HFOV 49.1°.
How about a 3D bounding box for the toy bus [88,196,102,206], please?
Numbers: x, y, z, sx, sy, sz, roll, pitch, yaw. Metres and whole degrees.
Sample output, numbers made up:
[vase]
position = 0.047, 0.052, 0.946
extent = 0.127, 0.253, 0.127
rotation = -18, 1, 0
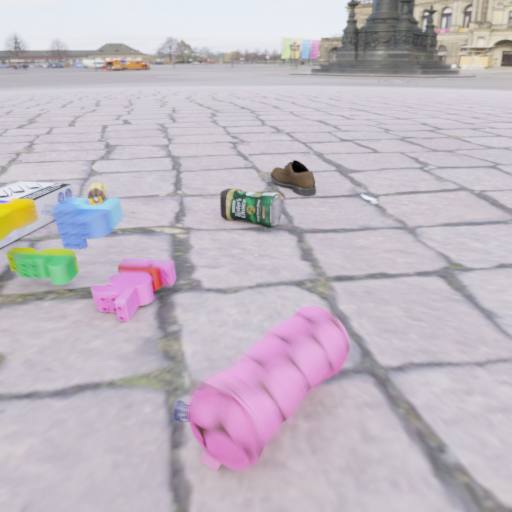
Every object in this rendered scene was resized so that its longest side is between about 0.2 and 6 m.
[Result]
[toy bus]
position = -3.815, -1.016, 12.160
extent = 0.328, 0.394, 1.007
rotation = -5, 13, 41

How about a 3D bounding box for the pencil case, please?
[pencil case]
position = 0.176, 1.259, 5.635
extent = 0.922, 0.951, 2.031
rotation = 25, 29, 27

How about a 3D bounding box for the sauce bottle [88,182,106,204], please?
[sauce bottle]
position = -3.786, -1.424, 13.296
extent = 0.416, 0.416, 1.287
rotation = -5, 24, -12

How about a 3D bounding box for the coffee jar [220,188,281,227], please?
[coffee jar]
position = -0.148, -1.044, 11.902
extent = 1.326, 0.692, 0.566
rotation = 11, 25, 27

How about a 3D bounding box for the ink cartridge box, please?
[ink cartridge box]
position = -5.117, -0.884, 11.524
extent = 1.383, 0.650, 2.942
rotation = 4, 22, 12

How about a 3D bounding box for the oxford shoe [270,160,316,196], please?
[oxford shoe]
position = 0.982, -2.158, 14.656
extent = 0.682, 0.792, 1.877
rotation = -14, 24, -27

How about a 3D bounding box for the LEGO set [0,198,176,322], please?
[LEGO set]
position = -3.371, 0.026, 7.994
extent = 3.968, 1.513, 1.628
rotation = 2, 29, 10
